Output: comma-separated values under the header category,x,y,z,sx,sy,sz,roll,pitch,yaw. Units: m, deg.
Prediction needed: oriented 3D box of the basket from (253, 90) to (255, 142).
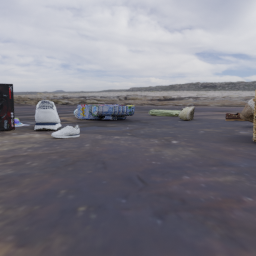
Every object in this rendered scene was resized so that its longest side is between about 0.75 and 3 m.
category,x,y,z,sx,sy,sz,roll,pitch,yaw
basket,4.281,-0.415,7.733,1.500,1.437,2.014,2,9,25

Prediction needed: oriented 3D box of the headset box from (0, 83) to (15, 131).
category,x,y,z,sx,sy,sz,roll,pitch,yaw
headset box,-5.252,-0.715,9.724,0.905,1.743,2.342,4,6,37

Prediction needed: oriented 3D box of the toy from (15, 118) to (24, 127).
category,x,y,z,sx,sy,sz,roll,pitch,yaw
toy,-5.167,-0.280,12.498,1.397,0.330,0.804,3,7,27

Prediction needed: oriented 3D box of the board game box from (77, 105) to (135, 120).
category,x,y,z,sx,sy,sz,roll,pitch,yaw
board game box,-1.388,-0.914,16.041,2.766,0.854,2.768,-2,6,-20

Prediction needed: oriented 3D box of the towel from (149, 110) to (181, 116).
category,x,y,z,sx,sy,sz,roll,pitch,yaw
towel,2.822,-1.093,20.186,2.274,0.415,1.687,5,6,38

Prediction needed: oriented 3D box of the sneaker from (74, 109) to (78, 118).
category,x,y,z,sx,sy,sz,roll,pitch,yaw
sneaker,-2.286,-1.063,17.722,2.313,0.855,0.948,-1,9,-20

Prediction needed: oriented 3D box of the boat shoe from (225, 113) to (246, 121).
category,x,y,z,sx,sy,sz,roll,pitch,yaw
boat shoe,5.966,-0.611,15.200,1.309,0.460,0.461,1,4,2

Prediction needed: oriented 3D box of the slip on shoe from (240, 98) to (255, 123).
category,x,y,z,sx,sy,sz,roll,pitch,yaw
slip on shoe,5.815,-0.473,11.825,2.788,0.845,1.060,9,40,-37

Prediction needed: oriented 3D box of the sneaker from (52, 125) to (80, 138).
category,x,y,z,sx,sy,sz,roll,pitch,yaw
sneaker,-1.881,0.117,8.438,0.875,0.352,0.334,-6,10,-36

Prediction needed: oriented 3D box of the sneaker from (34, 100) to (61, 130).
category,x,y,z,sx,sy,sz,roll,pitch,yaw
sneaker,-3.247,-0.552,11.351,1.062,1.119,2.781,-4,5,-17

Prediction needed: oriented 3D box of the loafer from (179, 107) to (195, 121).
category,x,y,z,sx,sy,sz,roll,pitch,yaw
loafer,3.358,-0.854,15.951,0.706,0.783,2.069,8,9,19
